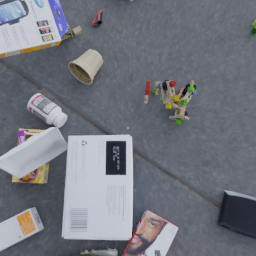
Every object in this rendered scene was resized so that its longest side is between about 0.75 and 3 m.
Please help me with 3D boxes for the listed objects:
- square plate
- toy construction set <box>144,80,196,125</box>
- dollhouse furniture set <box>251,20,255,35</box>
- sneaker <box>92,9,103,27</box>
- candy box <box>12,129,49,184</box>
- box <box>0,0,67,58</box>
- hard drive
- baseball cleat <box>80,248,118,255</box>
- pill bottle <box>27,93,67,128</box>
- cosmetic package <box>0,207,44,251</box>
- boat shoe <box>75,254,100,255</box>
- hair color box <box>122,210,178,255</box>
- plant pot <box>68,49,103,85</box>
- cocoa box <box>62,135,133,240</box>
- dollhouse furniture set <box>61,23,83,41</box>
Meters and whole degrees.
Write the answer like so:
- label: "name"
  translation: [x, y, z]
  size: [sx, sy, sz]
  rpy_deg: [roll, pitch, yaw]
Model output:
- label: "square plate"
  translation: [-2.686, 0.709, 8.094]
  size: [1.824, 1.807, 0.260]
  rpy_deg: [-32, 71, -12]
- label: "toy construction set"
  translation: [1.456, -0.893, 9.893]
  size: [1.837, 1.532, 1.412]
  rpy_deg: [9, 90, 23]
- label: "dollhouse furniture set"
  translation: [5.181, -4.121, 10.979]
  size: [0.456, 0.352, 0.913]
  rpy_deg: [40, 80, 8]
- label: "sneaker"
  translation: [-1.135, -4.336, 11.069]
  size: [0.375, 0.271, 0.768]
  rpy_deg: [24, 81, 6]
- label: "candy box"
  translation: [-3.306, 0.978, 9.761]
  size: [1.079, 0.522, 1.849]
  rpy_deg: [4, 79, 0]
- label: "box"
  translation: [-3.405, -3.167, 8.434]
  size: [2.962, 0.614, 1.763]
  rpy_deg: [-21, 98, -26]
- label: "hard drive"
  translation: [4.086, 2.951, 9.370]
  size: [1.964, 0.416, 1.324]
  rpy_deg: [17, 78, 4]
- label: "baseball cleat"
  translation: [-0.936, 4.250, 9.081]
  size: [1.225, 0.427, 0.652]
  rpy_deg: [-4, 77, 0]
- label: "pill bottle"
  translation: [-2.853, -0.591, 9.995]
  size: [1.324, 0.733, 0.733]
  rpy_deg: [35, 80, 7]
- label: "cosmetic package"
  translation: [-3.713, 3.346, 9.208]
  size: [1.597, 0.569, 0.810]
  rpy_deg: [-27, 79, -5]
- label: "boat shoe"
  translation: [-1.824, 4.747, 8.709]
  size: [2.938, 0.924, 1.072]
  rpy_deg: [-14, 45, -4]
- label: "hair color box"
  translation: [0.609, 3.878, 9.039]
  size: [1.174, 0.677, 2.117]
  rpy_deg: [27, 78, 6]
- label: "plant pot"
  translation: [-1.467, -2.318, 10.316]
  size: [1.070, 1.070, 0.980]
  rpy_deg: [34, 68, 7]
- label: "cocoa box"
  translation: [-0.832, 1.826, 8.840]
  size: [1.968, 1.937, 2.951]
  rpy_deg: [0, 77, 0]
- label: "dollhouse furniture set"
  translation: [-2.462, -4.001, 10.835]
  size: [1.039, 0.578, 0.919]
  rpy_deg: [-27, 79, -6]
